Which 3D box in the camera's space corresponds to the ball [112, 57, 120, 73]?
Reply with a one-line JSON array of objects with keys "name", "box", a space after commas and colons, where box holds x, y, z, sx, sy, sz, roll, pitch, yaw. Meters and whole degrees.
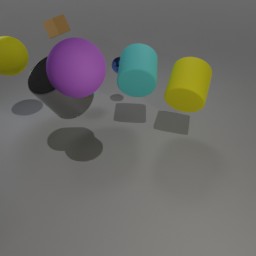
[{"name": "ball", "box": [-0.340, -2.640, 11.797, 0.700, 0.700, 0.700, 0, 33, 0]}]

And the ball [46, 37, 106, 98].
[{"name": "ball", "box": [-1.224, -1.422, 6.671, 1.400, 1.400, 1.400, 0, 33, 0]}]

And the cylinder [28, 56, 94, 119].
[{"name": "cylinder", "box": [-1.915, -1.182, 8.168, 1.400, 1.400, 1.400, -10, 59, 18]}]

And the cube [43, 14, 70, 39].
[{"name": "cube", "box": [-3.018, -4.294, 11.856, 0.700, 0.700, 0.700, -4, 29, 38]}]

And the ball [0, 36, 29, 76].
[{"name": "ball", "box": [-4.358, -2.603, 10.178, 1.400, 1.400, 1.400, 0, 33, 0]}]

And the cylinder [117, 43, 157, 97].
[{"name": "cylinder", "box": [0.357, -2.084, 10.184, 1.400, 1.400, 1.400, 3, 53, 4]}]

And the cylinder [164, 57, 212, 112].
[{"name": "cylinder", "box": [2.105, -1.492, 9.777, 1.400, 1.400, 1.400, 12, 62, 17]}]
